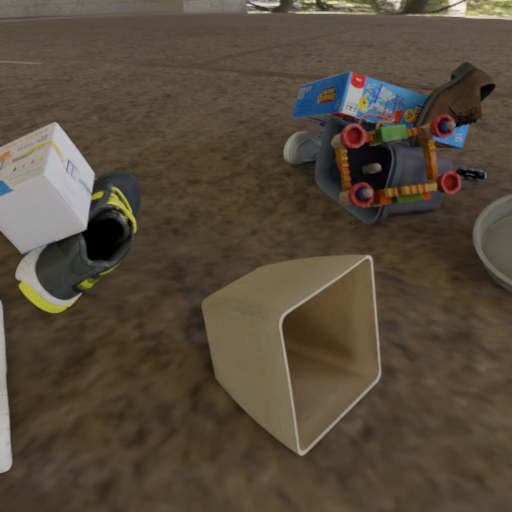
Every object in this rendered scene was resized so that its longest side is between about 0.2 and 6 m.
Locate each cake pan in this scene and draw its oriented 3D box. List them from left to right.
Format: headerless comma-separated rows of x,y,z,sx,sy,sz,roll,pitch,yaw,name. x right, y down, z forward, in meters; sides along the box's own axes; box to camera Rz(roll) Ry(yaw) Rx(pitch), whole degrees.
4.194,-0.113,8.017,2.098,0.385,2.098,-6,47,6,cake pan

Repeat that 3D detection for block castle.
2.246,-1.476,8.875,1.943,1.298,0.912,-9,4,-16,block castle

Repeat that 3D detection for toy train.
4.515,-1.733,11.768,0.616,0.263,0.351,13,22,23,toy train

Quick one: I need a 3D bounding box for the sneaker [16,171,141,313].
-2.117,-0.375,7.982,1.254,1.103,2.963,-25,29,28,sneaker

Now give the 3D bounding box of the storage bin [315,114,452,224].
2.414,-1.724,10.495,1.579,1.710,2.350,-2,27,-25,storage bin

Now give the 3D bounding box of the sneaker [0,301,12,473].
-3.241,1.225,5.595,1.373,0.947,2.468,-4,34,-24,sneaker

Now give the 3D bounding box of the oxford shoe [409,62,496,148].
3.637,-2.689,10.282,0.903,0.777,2.139,39,77,25,oxford shoe

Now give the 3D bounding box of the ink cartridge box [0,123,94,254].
-2.685,-0.859,6.973,0.912,0.896,1.239,-21,42,8,ink cartridge box

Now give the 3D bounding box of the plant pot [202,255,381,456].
0.306,0.853,5.911,1.346,1.520,1.519,10,28,42,plant pot

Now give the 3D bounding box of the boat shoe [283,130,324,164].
1.426,-2.494,12.675,0.697,0.683,1.958,18,30,39,boat shoe

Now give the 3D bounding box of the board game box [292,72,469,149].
2.545,-3.015,11.946,2.765,0.789,2.824,11,8,-16,board game box
